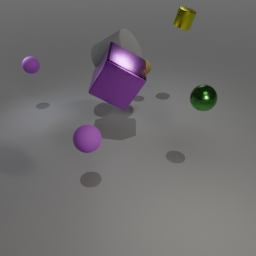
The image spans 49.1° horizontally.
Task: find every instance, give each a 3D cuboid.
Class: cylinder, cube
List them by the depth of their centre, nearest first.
[{"bbox_3d":[-0.330,-1.728,9.369,1.400,1.400,1.400,25,37,-17],"label":"cube"},{"bbox_3d":[-0.426,-2.765,10.517,1.400,1.400,1.400,-19,18,32],"label":"cylinder"},{"bbox_3d":[2.211,-4.278,10.920,0.700,0.700,0.700,13,37,-10],"label":"cylinder"}]

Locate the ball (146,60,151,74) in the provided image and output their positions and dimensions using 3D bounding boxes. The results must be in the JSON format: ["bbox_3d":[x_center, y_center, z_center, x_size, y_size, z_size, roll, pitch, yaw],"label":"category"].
[{"bbox_3d":[0.694,-2.755,12.736,0.700,0.700,0.700,0,30,0],"label":"ball"}]

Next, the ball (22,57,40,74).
[{"bbox_3d":[-4.001,-2.589,11.554,0.700,0.700,0.700,0,30,0],"label":"ball"}]

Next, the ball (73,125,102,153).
[{"bbox_3d":[-1.006,0.265,6.920,0.700,0.700,0.700,0,30,0],"label":"ball"}]

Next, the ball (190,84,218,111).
[{"bbox_3d":[1.974,-0.786,7.322,0.700,0.700,0.700,0,30,0],"label":"ball"}]
